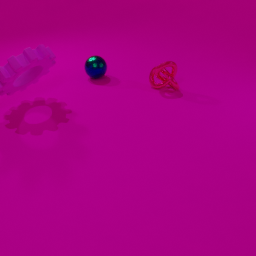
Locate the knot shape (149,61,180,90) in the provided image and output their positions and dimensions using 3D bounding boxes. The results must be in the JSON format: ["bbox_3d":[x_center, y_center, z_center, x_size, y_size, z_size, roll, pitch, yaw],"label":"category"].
[{"bbox_3d":[1.318,-1.683,9.497,1.100,1.176,0.543,39,56,-11],"label":"knot shape"}]

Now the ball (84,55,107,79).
[{"bbox_3d":[-1.181,-2.232,10.274,0.841,0.841,0.841,0,34,0],"label":"ball"}]

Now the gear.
[{"bbox_3d":[-2.994,-1.641,8.137,0.358,1.934,1.934,54,48,-2],"label":"gear"}]
